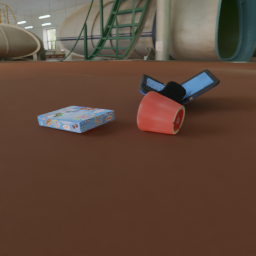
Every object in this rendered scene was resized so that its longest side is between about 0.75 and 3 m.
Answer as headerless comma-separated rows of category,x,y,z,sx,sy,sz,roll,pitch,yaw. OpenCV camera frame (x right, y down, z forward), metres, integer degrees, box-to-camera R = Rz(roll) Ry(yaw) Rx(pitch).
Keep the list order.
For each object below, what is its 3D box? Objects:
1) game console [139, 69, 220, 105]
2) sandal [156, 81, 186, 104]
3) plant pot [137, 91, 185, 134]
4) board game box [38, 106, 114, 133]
game console,1.897,-1.915,11.076,2.426,1.682,2.843,26,20,-4
sandal,1.245,-0.817,9.504,1.031,0.656,2.743,39,37,11
plant pot,0.938,-0.346,7.621,0.988,1.116,1.116,19,24,26
board game box,-1.531,-0.304,8.255,1.818,0.333,1.375,8,21,38
